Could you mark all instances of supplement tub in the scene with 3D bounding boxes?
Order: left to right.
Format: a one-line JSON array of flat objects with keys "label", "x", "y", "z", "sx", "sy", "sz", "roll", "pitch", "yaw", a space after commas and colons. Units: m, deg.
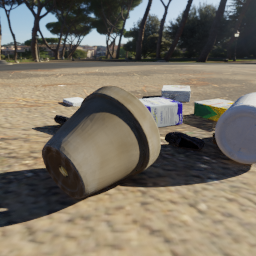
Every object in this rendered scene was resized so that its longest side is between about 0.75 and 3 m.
[{"label": "supplement tub", "x": 3.077, "y": -0.081, "z": 6.970, "sx": 1.401, "sy": 1.401, "sz": 2.123, "roll": 9, "pitch": 18, "yaw": 29}]

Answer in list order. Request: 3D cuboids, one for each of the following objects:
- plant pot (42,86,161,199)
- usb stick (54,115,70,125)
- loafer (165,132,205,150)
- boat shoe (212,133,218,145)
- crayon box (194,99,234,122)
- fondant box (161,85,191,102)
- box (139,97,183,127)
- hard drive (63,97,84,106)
[{"label": "plant pot", "x": -0.616, "y": 0.375, "z": 5.212, "sx": 1.873, "sy": 1.873, "sz": 1.625, "roll": 14, "pitch": 38, "yaw": 40}, {"label": "usb stick", "x": -1.692, "y": -0.134, "z": 8.944, "sx": 1.766, "sy": 0.288, "sz": 0.490, "roll": 13, "pitch": -19, "yaw": 37}, {"label": "loafer", "x": 1.443, "y": 0.353, "z": 7.341, "sx": 1.079, "sy": 0.388, "sz": 0.340, "roll": 11, "pitch": 24, "yaw": 26}, {"label": "boat shoe", "x": 2.585, "y": 0.178, "z": 7.868, "sx": 0.417, "sy": 0.416, "sz": 1.126, "roll": 0, "pitch": 15, "yaw": 23}, {"label": "crayon box", "x": 3.648, "y": -0.592, "z": 10.216, "sx": 1.350, "sy": 0.554, "sz": 2.148, "roll": -10, "pitch": 18, "yaw": -30}, {"label": "fondant box", "x": 2.439, "y": -1.785, "z": 14.293, "sx": 1.394, "sy": 0.563, "sz": 1.933, "roll": 3, "pitch": 17, "yaw": 9}, {"label": "box", "x": 0.924, "y": -0.563, "z": 9.737, "sx": 1.457, "sy": 0.765, "sz": 1.340, "roll": -8, "pitch": 17, "yaw": -23}, {"label": "hard drive", "x": -2.419, "y": -1.235, "z": 13.108, "sx": 0.849, "sy": 0.172, "sz": 1.287, "roll": -11, "pitch": 19, "yaw": -32}]
